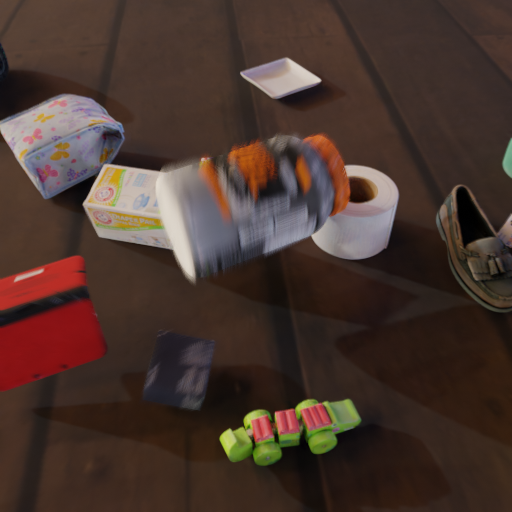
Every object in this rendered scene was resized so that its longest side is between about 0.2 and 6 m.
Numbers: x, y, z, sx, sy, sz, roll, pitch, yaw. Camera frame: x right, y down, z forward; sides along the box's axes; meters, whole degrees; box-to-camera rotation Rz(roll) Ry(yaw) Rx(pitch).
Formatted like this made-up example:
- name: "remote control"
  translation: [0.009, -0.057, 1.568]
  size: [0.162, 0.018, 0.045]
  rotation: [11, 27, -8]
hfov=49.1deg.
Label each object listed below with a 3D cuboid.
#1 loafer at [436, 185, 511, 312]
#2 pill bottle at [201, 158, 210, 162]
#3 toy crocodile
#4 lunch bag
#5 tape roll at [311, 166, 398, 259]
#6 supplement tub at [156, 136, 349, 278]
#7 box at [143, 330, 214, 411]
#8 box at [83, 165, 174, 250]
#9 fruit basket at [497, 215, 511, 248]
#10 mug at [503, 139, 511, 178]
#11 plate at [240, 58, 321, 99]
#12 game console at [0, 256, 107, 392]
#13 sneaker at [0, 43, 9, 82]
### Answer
- name: "loafer"
  translation: [3.676, -0.200, 9.379]
  size: [0.889, 0.778, 2.474]
  rotation: [-6, 45, -6]
- name: "pill bottle"
  translation: [-0.741, -1.796, 11.261]
  size: [0.692, 0.386, 0.386]
  rotation: [-5, 45, -5]
- name: "toy crocodile"
  translation: [0.444, 2.192, 7.139]
  size: [1.831, 0.565, 0.618]
  rotation: [-10, 46, -10]
- name: "lunch bag"
  translation: [-3.760, -2.281, 11.160]
  size: [1.992, 1.266, 1.689]
  rotation: [-34, 52, -17]
- name: "tape roll"
  translation: [1.691, -0.780, 9.813]
  size: [1.441, 0.990, 1.441]
  rotation: [0, 44, 0]
- name: "supplement tub"
  translation: [-0.038, -0.827, 8.380]
  size: [2.611, 1.600, 1.600]
  rotation: [-22, 49, -16]
- name: "box"
  translation: [-1.052, 1.557, 7.660]
  size: [0.796, 0.455, 0.874]
  rotation: [13, 51, -5]
- name: "box"
  translation: [-1.906, -0.838, 9.781]
  size: [1.804, 0.914, 1.015]
  rotation: [10, 56, 12]
- name: "fruit basket"
  translation: [5.101, -0.423, 9.683]
  size: [1.488, 0.697, 1.378]
  rotation: [29, 52, 30]
- name: "mug"
  translation: [5.674, -1.997, 11.081]
  size: [1.217, 0.916, 1.481]
  rotation: [2, 45, 2]
- name: "plate"
  translation: [0.603, -4.376, 13.948]
  size: [1.484, 0.240, 1.487]
  rotation: [-25, 50, -24]
- name: "game console"
  translation: [-3.092, 0.918, 8.037]
  size: [1.616, 0.959, 1.393]
  rotation: [-18, 36, -8]
- name: "sneaker"
  translation: [-7.124, -4.430, 13.446]
  size: [1.389, 1.162, 3.060]
  rotation: [1, 41, 13]
